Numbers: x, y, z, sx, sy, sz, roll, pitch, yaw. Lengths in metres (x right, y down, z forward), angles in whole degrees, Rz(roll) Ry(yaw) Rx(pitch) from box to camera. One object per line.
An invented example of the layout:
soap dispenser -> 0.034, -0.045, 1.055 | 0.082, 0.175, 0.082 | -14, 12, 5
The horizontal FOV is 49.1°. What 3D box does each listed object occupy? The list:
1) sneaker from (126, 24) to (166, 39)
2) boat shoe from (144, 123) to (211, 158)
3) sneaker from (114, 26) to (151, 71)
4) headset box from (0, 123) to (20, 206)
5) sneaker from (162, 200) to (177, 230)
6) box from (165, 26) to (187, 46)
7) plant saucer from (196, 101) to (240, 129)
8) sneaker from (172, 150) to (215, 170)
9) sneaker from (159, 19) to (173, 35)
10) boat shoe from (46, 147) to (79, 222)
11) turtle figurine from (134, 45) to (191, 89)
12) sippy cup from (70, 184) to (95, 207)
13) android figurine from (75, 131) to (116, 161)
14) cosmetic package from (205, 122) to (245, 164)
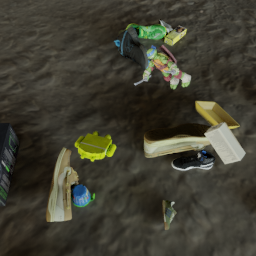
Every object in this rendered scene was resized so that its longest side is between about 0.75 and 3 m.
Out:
sneaker -> 0.865, -4.698, 13.826 | 2.044, 0.757, 0.854 | 8, 34, 16
boat shoe -> 1.931, 0.492, 10.058 | 2.798, 0.880, 1.021 | -8, 32, -14
sneaker -> 0.273, -3.477, 12.992 | 1.164, 1.040, 2.841 | -29, 54, 6
headset box -> -5.082, 1.268, 9.096 | 2.343, 1.248, 2.691 | -1, 53, -1
sneaker -> 1.295, 2.654, 8.636 | 0.418, 0.312, 0.930 | -3, 50, 3
box -> 2.401, -4.674, 14.131 | 0.489, 0.326, 1.299 | 32, 60, 22
plant saucer -> 3.326, -0.424, 10.632 | 1.456, 0.353, 1.457 | -3, 45, -43
sneaker -> 2.238, 1.035, 9.552 | 1.421, 0.795, 0.519 | -1, 53, -1
sneaker -> 1.942, -5.228, 14.483 | 0.448, 0.418, 1.131 | -26, 63, -10
boat shoe -> -2.016, 1.793, 9.018 | 0.833, 0.929, 2.510 | 9, 54, -10
turtle figurine -> 1.159, -1.698, 9.233 | 1.712, 1.270, 1.765 | 27, 41, -33
sippy cup -> -1.508, 2.099, 8.875 | 0.816, 0.598, 0.640 | -21, 57, -17
android figurine -> -0.955, 0.531, 8.135 | 1.161, 0.262, 1.275 | 14, 32, 7
cosmetic package -> 2.261, 0.359, 6.540 | 0.329, 0.465, 0.899 | -38, 96, -36
